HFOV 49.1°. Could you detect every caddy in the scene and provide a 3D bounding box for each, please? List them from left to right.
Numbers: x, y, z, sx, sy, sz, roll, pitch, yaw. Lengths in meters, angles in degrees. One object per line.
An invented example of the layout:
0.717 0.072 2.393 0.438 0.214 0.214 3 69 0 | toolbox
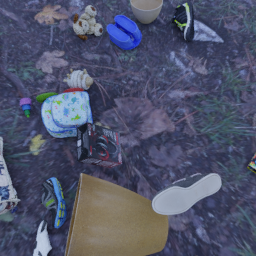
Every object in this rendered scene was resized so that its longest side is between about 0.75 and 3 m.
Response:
-0.170 -4.315 12.777 1.657 0.870 1.171 42 90 21 | caddy

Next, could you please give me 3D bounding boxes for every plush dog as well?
-2.021 -4.784 12.972 1.204 1.402 1.125 -38 32 -31 | plush dog

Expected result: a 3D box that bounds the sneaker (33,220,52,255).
-2.520 3.425 8.396 0.510 0.470 1.274 7 63 -11 | sneaker

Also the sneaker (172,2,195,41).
2.599 -4.969 13.313 1.012 0.876 2.443 -5 55 21 | sneaker

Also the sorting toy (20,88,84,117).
-2.886 -0.893 10.889 2.487 0.862 0.857 -12 83 -9 | sorting toy

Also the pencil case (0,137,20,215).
-4.366 1.519 9.127 1.196 1.040 2.674 -21 61 -13 | pencil case

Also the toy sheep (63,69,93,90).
-2.009 -1.926 11.315 1.324 0.913 0.913 9 59 20 | toy sheep

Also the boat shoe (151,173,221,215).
1.403 1.623 7.013 2.029 0.578 0.678 -16 91 -22 | boat shoe

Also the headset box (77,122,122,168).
-0.842 0.583 8.887 0.578 1.542 1.146 -25 59 37 | headset box

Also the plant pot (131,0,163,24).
0.871 -5.649 13.446 1.503 1.009 1.503 0 57 0 | plant pot

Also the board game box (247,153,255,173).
4.723 1.322 9.715 0.886 0.251 0.733 33 66 18 | board game box

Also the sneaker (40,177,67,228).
-2.407 2.407 8.936 0.687 0.588 1.659 -22 58 0 | sneaker

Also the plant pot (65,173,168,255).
-0.274 2.665 7.886 2.589 2.413 2.413 10 59 -9 | plant pot

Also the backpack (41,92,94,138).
-2.186 -0.513 10.097 1.750 1.286 1.602 -9 74 -3 | backpack
